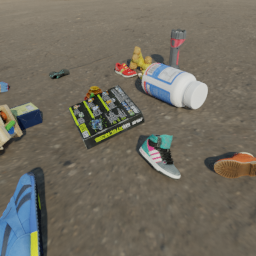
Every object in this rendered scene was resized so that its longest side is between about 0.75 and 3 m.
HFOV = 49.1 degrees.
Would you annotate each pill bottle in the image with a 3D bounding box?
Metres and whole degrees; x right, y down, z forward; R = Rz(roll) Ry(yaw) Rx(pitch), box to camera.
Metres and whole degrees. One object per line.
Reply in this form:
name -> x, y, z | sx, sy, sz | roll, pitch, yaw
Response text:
pill bottle -> 1.964, -1.748, 11.886 | 1.469, 1.469, 2.618 | -25, 41, -34

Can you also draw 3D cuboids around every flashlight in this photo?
flashlight -> 2.468, -3.803, 14.314 | 0.789, 2.331, 0.792 | 3, 33, 5

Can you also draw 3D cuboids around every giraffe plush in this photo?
giraffe plush -> 0.757, -3.511, 15.073 | 1.206, 1.488, 1.284 | 16, 62, -4

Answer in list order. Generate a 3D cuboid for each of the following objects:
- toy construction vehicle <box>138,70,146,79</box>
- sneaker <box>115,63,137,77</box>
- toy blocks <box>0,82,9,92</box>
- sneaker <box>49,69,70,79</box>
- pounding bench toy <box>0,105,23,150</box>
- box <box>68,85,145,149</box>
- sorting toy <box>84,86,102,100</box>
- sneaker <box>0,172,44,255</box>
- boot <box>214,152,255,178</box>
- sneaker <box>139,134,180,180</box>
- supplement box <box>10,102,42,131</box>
toy construction vehicle -> 1.343, -2.762, 14.347 | 1.539, 0.542, 1.340 | -4, 32, -6
sneaker -> -0.163, -3.094, 14.800 | 1.461, 0.620, 0.563 | 25, 40, 34
toy blocks -> -7.002, -2.149, 12.858 | 2.974, 1.486, 2.033 | 18, 25, 24
sneaker -> -3.538, -2.758, 14.587 | 1.071, 0.404, 0.425 | -18, 50, -16
pounding bench toy -> -4.071, 0.035, 8.810 | 1.858, 1.154, 1.449 | -7, 26, 25
box -> -0.854, -0.489, 10.185 | 2.221, 0.547, 2.300 | -28, 40, -8
sorting toy -> -1.125, -1.190, 11.608 | 1.964, 0.806, 1.180 | 27, 41, 35
sneaker -> -2.539, 2.070, 6.279 | 1.162, 0.977, 2.963 | -9, 34, -13
boot -> 3.215, 1.062, 8.371 | 1.511, 0.567, 0.810 | 2, 25, -7
sneaker -> 1.101, 0.697, 8.293 | 0.682, 0.984, 1.630 | 6, 27, -46
supplement box -> -3.890, -0.464, 10.633 | 0.883, 0.592, 0.882 | -25, 38, -32
